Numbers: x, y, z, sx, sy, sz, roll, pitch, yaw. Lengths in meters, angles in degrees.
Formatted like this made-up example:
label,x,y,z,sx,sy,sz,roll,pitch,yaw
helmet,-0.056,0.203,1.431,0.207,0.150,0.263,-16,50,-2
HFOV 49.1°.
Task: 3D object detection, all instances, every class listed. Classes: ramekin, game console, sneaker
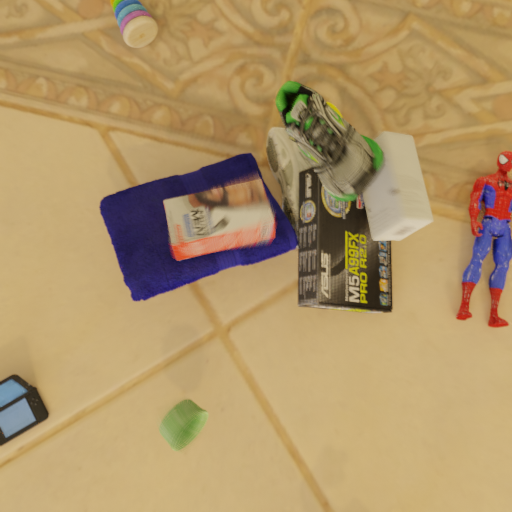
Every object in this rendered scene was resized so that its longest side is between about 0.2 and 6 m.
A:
label,x,y,z,sx,sy,sz,roll,pitch,yaw
ramekin,-1.211,2.765,9.242,0.396,0.811,0.811,36,81,24
game console,-4.404,2.740,9.872,1.079,0.638,0.921,-30,80,-5
sneaker,1.084,-1.253,10.468,1.312,1.029,2.640,-12,83,-11
sneaker,1.015,-1.857,8.946,1.074,1.173,2.753,-49,42,17

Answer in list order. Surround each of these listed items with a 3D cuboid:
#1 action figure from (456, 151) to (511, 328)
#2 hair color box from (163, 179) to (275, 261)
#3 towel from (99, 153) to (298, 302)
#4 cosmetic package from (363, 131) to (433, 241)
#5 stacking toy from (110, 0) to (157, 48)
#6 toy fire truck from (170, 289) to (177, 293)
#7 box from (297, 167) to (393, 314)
label,x,y,z,sx,sy,sz,roll,pitch,yaw
action figure,4.455,-0.400,10.421,1.089,0.860,3.327,11,77,5
hair color box,-0.599,-0.595,9.070,1.642,0.525,0.910,-13,60,-6
towel,-1.042,-0.516,9.910,3.034,0.752,2.240,-18,60,-14
cosmetic package,2.308,-1.169,9.500,0.662,0.920,1.631,0,68,-26
stacking toy,-2.686,-5.105,11.387,0.735,0.735,1.722,-29,75,-5
toy fire truck,-1.295,0.045,10.398,1.197,0.770,1.053,-35,70,-9
box,1.604,-0.222,9.946,1.921,0.531,2.398,10,76,-38
